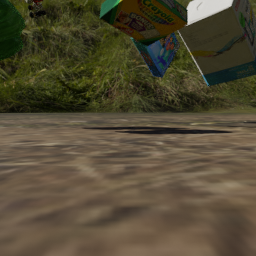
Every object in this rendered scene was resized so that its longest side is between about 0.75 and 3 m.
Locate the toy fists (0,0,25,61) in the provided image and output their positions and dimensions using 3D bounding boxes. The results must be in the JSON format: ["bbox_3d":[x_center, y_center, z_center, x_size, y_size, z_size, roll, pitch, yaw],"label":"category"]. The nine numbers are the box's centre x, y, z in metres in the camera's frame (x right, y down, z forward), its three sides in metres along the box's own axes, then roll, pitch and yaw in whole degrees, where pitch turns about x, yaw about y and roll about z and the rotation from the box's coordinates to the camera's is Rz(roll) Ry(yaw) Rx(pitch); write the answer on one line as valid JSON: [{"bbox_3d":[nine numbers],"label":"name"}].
[{"bbox_3d":[-3.752,-2.656,7.835,1.518,1.024,2.977,-25,1,-24],"label":"toy fists"}]

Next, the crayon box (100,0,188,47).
[{"bbox_3d":[0.267,-1.875,4.618,1.115,0.325,0.962,18,-20,-37],"label":"crayon box"}]

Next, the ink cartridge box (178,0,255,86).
[{"bbox_3d":[2.935,-2.845,8.651,1.693,1.701,2.318,-10,-48,41],"label":"ink cartridge box"}]

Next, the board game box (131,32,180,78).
[{"bbox_3d":[1.226,-3.574,11.677,0.542,1.833,2.410,19,-19,36],"label":"board game box"}]

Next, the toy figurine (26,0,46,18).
[{"bbox_3d":[-3.041,-4.035,9.087,0.530,0.750,0.762,-18,-34,-15],"label":"toy figurine"}]
